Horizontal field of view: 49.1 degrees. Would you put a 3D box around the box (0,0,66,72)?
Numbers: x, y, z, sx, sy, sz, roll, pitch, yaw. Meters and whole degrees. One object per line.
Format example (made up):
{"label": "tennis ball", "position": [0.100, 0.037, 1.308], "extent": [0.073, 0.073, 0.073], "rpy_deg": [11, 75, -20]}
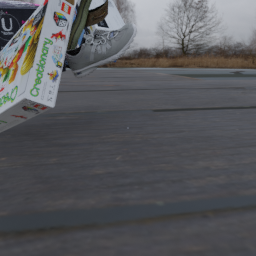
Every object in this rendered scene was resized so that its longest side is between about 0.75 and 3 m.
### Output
{"label": "box", "position": [-3.103, -2.466, 7.350], "extent": [1.862, 1.617, 2.818], "rpy_deg": [-18, 34, -37]}

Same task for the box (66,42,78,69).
{"label": "box", "position": [-2.418, -2.794, 9.468], "extent": [1.371, 1.382, 0.343], "rpy_deg": [19, 53, -5]}

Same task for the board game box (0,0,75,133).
{"label": "board game box", "position": [-1.420, -0.674, 3.650], "extent": [0.346, 1.262, 2.000], "rpy_deg": [20, -22, -36]}

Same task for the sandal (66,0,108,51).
{"label": "sandal", "position": [-1.031, -3.152, 7.834], "extent": [0.795, 2.787, 1.107], "rpy_deg": [22, 26, -20]}

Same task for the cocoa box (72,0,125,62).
{"label": "cocoa box", "position": [-1.118, -3.732, 10.534], "extent": [1.428, 1.405, 2.141], "rpy_deg": [-3, 56, -32]}

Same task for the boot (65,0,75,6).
{"label": "boot", "position": [-1.302, -2.733, 5.536], "extent": [0.358, 0.949, 0.349], "rpy_deg": [4, -28, -43]}

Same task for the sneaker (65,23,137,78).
{"label": "sneaker", "position": [-0.775, -2.143, 7.355], "extent": [2.179, 0.893, 0.814], "rpy_deg": [-29, 36, 18]}
